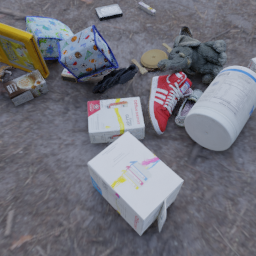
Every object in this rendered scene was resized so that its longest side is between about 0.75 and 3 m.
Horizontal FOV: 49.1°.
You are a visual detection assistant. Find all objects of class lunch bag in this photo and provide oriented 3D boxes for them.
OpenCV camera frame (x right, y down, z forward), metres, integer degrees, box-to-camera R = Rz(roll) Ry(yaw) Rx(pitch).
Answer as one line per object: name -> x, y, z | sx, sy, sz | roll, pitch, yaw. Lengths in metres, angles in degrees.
lunch bag -> -3.432, -4.129, 12.962 | 2.217, 1.413, 1.885 | -13, 55, -33
lunch bag -> -1.541, -2.769, 11.382 | 1.776, 2.089, 1.294 | -17, 62, 16

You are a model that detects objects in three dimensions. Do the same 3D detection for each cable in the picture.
cable -> -0.646, -2.076, 11.660 | 2.078, 0.528, 1.696 | -33, 26, -11

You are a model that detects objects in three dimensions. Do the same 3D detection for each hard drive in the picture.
hard drive -> -1.021, -6.218, 15.025 | 1.282, 0.243, 0.896 | -16, 58, -9

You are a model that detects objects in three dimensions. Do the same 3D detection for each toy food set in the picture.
toy food set -> 1.231, -3.120, 12.971 | 1.936, 0.389, 1.336 | -28, 54, -9

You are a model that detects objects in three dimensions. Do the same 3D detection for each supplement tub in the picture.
supplement tub -> 3.611, -0.783, 10.464 | 1.911, 1.911, 2.897 | 32, 63, 19

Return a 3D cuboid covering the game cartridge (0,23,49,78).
game cartridge -> -4.822, -3.330, 11.870 | 2.656, 2.341, 0.431 | 19, 62, 13

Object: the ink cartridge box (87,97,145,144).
ink cartridge box -> -0.464, -0.313, 10.770 | 2.067, 0.862, 1.500 | -5, 57, -4

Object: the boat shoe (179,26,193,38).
boat shoe -> 2.784, -3.947, 13.287 | 0.788, 0.644, 2.134 | 3, 57, 2

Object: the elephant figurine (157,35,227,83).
elephant figurine -> 2.576, -3.043, 11.901 | 2.806, 2.177, 1.986 | 6, 84, -2

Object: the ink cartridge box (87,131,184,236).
ink cartridge box -> 0.312, 1.852, 8.825 | 1.715, 1.761, 2.739 | -39, 66, -23

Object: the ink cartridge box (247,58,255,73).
ink cartridge box -> 5.727, -2.429, 12.199 | 0.461, 0.795, 1.098 | -17, 58, -12

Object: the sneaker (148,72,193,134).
sneaker -> 1.717, -1.104, 10.944 | 1.601, 1.014, 2.847 | -12, 52, 23

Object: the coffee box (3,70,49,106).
coffee box -> -4.287, -1.694, 11.824 | 1.558, 0.621, 0.891 | -29, 61, -18

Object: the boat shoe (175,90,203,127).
boat shoe -> 2.531, -0.897, 11.294 | 0.726, 0.632, 1.970 | 31, 62, 19

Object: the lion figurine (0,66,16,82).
lion figurine -> -5.693, -2.454, 12.497 | 0.782, 0.463, 1.277 | 19, 45, 21

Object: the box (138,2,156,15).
box -> 1.032, -6.480, 15.197 | 0.223, 0.238, 1.150 | -38, 63, -23

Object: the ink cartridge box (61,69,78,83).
ink cartridge box -> -2.479, -2.490, 12.509 | 0.737, 0.336, 0.894 | 11, 57, 8
